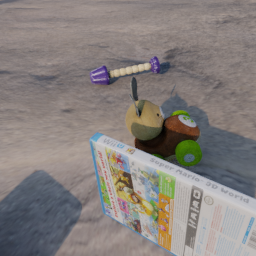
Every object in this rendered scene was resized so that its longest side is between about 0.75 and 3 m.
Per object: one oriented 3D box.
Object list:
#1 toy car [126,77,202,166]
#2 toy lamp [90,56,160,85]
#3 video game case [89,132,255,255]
[{"bbox_3d":[0.567,-0.180,5.992,1.493,1.892,1.554,-25,28,16],"label":"toy car"},{"bbox_3d":[-0.122,-1.989,9.857,2.429,0.707,0.707,-12,36,-11],"label":"toy lamp"},{"bbox_3d":[0.619,1.251,4.144,2.651,1.897,0.236,21,46,28],"label":"video game case"}]
